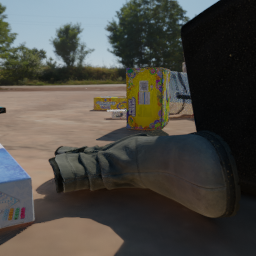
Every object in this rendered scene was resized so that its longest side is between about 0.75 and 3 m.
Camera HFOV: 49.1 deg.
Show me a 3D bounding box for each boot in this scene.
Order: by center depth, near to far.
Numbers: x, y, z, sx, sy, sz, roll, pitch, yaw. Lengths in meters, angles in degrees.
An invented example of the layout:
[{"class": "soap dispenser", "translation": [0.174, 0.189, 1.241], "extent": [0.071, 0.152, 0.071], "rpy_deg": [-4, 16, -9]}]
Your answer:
[{"class": "boot", "translation": [-0.053, 0.494, 2.973], "extent": [1.515, 0.786, 2.320], "rpy_deg": [-8, 4, -14]}]

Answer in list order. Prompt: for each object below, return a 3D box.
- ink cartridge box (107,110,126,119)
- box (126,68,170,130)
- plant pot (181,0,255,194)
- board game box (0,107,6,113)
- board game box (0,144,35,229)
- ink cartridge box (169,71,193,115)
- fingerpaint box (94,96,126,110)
[{"class": "ink cartridge box", "translation": [-0.335, -0.501, 10.150], "extent": [0.861, 0.290, 0.504], "rpy_deg": [-1, 9, -6]}, {"class": "box", "translation": [0.637, -0.889, 8.192], "extent": [1.012, 1.660, 1.598], "rpy_deg": [3, 9, 16]}, {"class": "plant pot", "translation": [2.182, -0.527, 3.601], "extent": [2.469, 2.783, 2.777], "rpy_deg": [-9, 5, 24]}, {"class": "board game box", "translation": [-6.237, -0.735, 11.747], "extent": [1.802, 0.254, 1.219], "rpy_deg": [-8, 12, -40]}, {"class": "board game box", "translation": [-2.304, 0.572, 2.783], "extent": [2.153, 0.469, 2.164], "rpy_deg": [-5, 10, -33]}, {"class": "ink cartridge box", "translation": [2.025, -1.335, 10.745], "extent": [1.986, 1.433, 0.832], "rpy_deg": [2, -27, -17]}, {"class": "fingerpaint box", "translation": [-0.688, -1.239, 13.730], "extent": [1.714, 0.629, 1.430], "rpy_deg": [1, 9, 9]}]
